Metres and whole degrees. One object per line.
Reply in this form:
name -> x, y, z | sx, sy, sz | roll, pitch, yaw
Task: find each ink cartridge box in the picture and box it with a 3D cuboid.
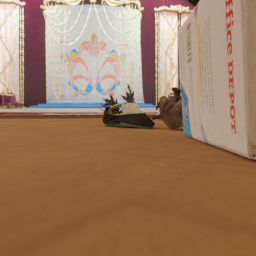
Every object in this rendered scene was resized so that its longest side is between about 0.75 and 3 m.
ink cartridge box -> 1.538, -0.795, 3.795 | 1.161, 1.982, 2.743 | -4, 4, 0

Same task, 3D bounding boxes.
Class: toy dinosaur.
toy dinosaur -> -0.184, -0.396, 9.608 | 1.299, 2.474, 2.245 | -22, -28, 1

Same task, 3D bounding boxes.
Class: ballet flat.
ballet flat -> -0.078, -0.367, 8.014 | 0.687, 0.691, 2.021 | -4, 5, -44

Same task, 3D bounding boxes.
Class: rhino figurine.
rhino figurine -> 1.274, -0.470, 6.988 | 0.704, 1.029, 2.354 | 7, 0, -26

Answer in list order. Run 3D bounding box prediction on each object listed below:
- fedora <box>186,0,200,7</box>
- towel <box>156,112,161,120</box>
fedora -> 1.701, -2.886, 4.751 | 1.925, 1.702, 0.869 | 7, 12, -11
towel -> 2.419, -0.559, 13.439 | 1.722, 0.415, 1.474 | -3, 4, -41
